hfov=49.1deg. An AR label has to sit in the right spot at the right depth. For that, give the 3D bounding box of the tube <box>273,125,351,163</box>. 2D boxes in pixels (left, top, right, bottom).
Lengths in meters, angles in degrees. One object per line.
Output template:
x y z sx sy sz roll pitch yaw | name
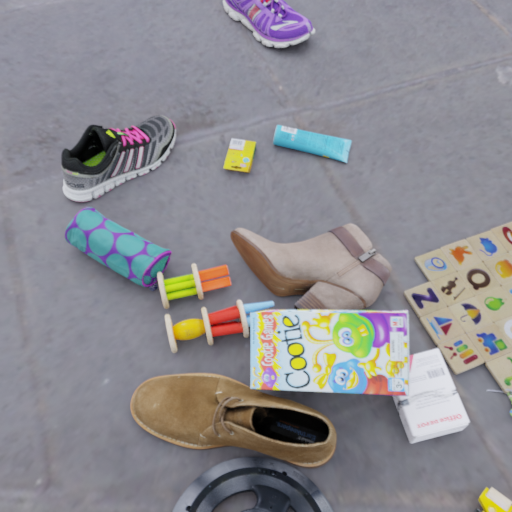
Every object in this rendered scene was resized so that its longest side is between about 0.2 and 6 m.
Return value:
1.284 -2.606 12.893 1.764 0.445 0.683 13 66 3 | tube

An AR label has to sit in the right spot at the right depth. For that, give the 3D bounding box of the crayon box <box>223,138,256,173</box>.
-0.374 -2.225 12.720 0.592 0.237 0.933 10 57 6 | crayon box

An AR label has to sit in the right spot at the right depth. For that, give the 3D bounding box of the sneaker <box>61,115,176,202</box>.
-2.993 -2.368 12.183 2.942 1.287 1.085 -36 64 -21 | sneaker

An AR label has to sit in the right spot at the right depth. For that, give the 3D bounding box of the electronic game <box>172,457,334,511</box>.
-0.023 4.303 8.261 2.672 0.556 2.672 3 49 -4 | electronic game

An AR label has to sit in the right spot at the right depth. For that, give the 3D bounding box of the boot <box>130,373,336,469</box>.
-0.439 2.508 9.005 3.514 1.326 1.293 9 66 11 | boot

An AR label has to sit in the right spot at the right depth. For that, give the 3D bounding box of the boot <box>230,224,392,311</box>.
1.129 0.017 10.817 2.044 0.982 2.795 -37 74 -18 | boot

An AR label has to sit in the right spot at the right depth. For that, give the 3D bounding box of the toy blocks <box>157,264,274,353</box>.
-0.731 0.833 10.464 1.994 0.724 1.662 -11 58 -8 | toy blocks

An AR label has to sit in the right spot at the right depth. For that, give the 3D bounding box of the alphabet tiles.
4.880 0.836 10.773 3.676 0.116 3.059 -19 58 -13 | alphabet tiles

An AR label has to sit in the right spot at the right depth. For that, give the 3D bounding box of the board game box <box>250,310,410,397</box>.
1.227 1.517 9.110 2.429 1.251 1.274 -2 85 16 | board game box

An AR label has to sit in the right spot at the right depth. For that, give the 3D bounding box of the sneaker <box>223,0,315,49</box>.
0.211 -6.662 14.948 3.157 1.317 1.273 40 66 22 | sneaker

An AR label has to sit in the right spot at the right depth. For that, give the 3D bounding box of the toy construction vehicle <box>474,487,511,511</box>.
3.527 4.429 8.325 1.390 0.562 1.596 29 58 30 | toy construction vehicle

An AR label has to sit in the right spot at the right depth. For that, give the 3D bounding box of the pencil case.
-2.701 -0.170 11.008 2.078 0.960 0.884 28 105 16 | pencil case

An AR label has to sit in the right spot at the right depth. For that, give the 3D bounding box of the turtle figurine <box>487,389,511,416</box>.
4.543 2.355 9.574 0.741 0.550 0.765 -26 58 -16 | turtle figurine

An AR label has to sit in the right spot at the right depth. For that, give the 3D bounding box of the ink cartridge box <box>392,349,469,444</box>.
2.859 2.379 9.512 0.966 0.563 1.335 -14 58 -1 | ink cartridge box
